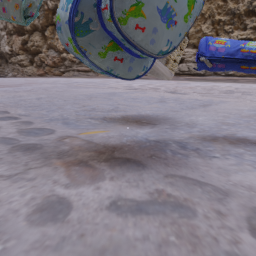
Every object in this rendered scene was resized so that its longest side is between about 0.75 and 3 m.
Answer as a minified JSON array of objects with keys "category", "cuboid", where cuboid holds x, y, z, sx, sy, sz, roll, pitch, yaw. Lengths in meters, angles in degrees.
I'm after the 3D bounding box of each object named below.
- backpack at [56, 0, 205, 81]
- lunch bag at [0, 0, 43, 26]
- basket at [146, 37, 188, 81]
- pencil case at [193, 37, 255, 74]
[{"category":"backpack","cuboid":[-0.009,-2.383,5.693,2.482,2.712,1.993,29,4,-38]},{"category":"lunch bag","cuboid":[-2.438,-2.856,6.168,0.950,1.116,0.680,20,6,13]},{"category":"basket","cuboid":[0.541,-2.828,9.542,1.692,1.539,2.496,27,1,-40]},{"category":"pencil case","cuboid":[2.773,-1.741,6.976,2.258,0.881,0.981,15,37,29]}]
